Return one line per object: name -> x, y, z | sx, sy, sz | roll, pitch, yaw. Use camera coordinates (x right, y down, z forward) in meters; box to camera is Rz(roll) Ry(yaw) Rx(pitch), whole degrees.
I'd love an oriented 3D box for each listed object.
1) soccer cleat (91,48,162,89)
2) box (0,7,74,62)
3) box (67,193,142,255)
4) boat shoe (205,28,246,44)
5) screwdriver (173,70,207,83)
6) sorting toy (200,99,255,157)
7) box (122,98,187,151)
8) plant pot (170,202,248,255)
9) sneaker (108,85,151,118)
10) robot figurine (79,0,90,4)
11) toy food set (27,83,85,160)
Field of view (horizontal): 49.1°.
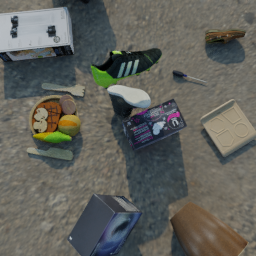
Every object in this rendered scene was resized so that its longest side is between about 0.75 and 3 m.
soccer cleat -> -0.025, -1.914, 8.120 | 2.163, 0.877, 0.730 | -26, 38, -4
box -> -3.568, -3.555, 10.707 | 2.779, 0.836, 1.621 | -7, 79, -2
box -> -0.671, 3.002, 8.590 | 1.022, 1.645, 1.658 | 33, 95, 36
boat shoe -> 3.778, -3.517, 10.898 | 1.529, 0.550, 0.520 | 0, 84, 9
screwdriver -> 2.370, -1.954, 10.702 | 1.380, 0.201, 0.192 | 17, 81, 7
sorting toy -> 3.684, -0.001, 10.299 | 1.542, 0.304, 1.666 | -30, 85, -6
box -> 0.863, -0.056, 9.782 | 1.920, 1.269, 1.102 | -23, 84, -5
plant pot -> 2.353, 3.451, 8.951 | 1.885, 1.885, 2.016 | -40, 66, -7
sneaker -> 0.108, -0.798, 9.743 | 0.721, 1.012, 2.041 | -33, 37, -27
robot figurine -> -2.000, -6.404, 10.746 | 2.254, 1.872, 3.000 | -15, 79, -13
toy food set -> -2.663, -0.354, 10.196 | 1.957, 0.569, 2.835 | 7, 79, 1
